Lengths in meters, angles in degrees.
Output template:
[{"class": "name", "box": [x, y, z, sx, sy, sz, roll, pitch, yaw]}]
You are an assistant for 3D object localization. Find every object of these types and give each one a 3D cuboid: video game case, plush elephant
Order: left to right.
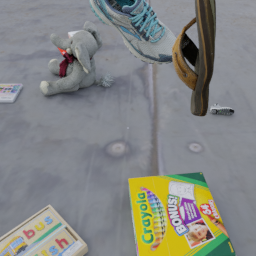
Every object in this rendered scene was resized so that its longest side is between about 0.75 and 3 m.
[{"class": "video game case", "box": [-4.717, -1.307, 10.444, 1.259, 0.149, 1.146, 0, 39, 1]}, {"class": "plush elephant", "box": [-1.948, -2.634, 10.422, 2.867, 2.220, 2.362, 3, 39, 4]}]

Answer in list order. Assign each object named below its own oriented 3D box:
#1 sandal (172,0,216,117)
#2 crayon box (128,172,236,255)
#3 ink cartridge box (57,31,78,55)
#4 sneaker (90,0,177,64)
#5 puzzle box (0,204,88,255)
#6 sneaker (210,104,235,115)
[{"class": "sandal", "box": [1.213, -1.275, 5.285, 0.770, 2.820, 1.152, 5, 58, 13]}, {"class": "crayon box", "box": [1.003, 1.965, 6.022, 1.796, 0.607, 2.082, -4, 39, -5]}, {"class": "ink cartridge box", "box": [-2.631, -4.236, 13.850, 1.700, 0.426, 1.958, -16, 42, -21]}, {"class": "sneaker", "box": [0.214, -2.718, 7.202, 2.868, 1.238, 1.113, 35, 83, -6]}, {"class": "puzzle box", "box": [-2.050, 2.599, 5.514, 1.424, 0.272, 2.140, 31, 49, 34]}, {"class": "sneaker", "box": [3.206, -0.680, 9.561, 0.790, 0.296, 0.456, 5, 37, 8]}]
